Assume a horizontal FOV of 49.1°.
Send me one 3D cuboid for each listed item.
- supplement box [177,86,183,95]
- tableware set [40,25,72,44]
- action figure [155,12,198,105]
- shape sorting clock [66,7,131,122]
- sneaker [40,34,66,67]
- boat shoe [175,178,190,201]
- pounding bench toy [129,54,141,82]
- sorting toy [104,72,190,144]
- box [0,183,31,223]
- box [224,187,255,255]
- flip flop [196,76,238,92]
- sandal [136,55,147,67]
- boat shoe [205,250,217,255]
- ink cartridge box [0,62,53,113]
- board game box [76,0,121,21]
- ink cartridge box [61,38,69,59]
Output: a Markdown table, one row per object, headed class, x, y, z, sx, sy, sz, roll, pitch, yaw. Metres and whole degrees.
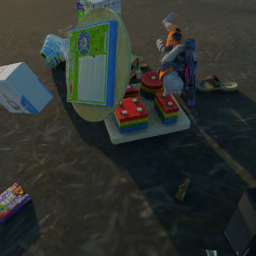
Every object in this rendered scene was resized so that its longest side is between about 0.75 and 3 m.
| class | x | y | z | sx | sy | sz | roll | pitch | yaw |
| --- | --- | --- | --- | --- | --- | --- | --- | --- | --- |
| supplement box | 2.225 | -2.176 | 11.611 | 0.731 | 0.747 | 1.445 | 35 | 49 | -4 |
| tableware set | -3.157 | -4.148 | 13.951 | 1.427 | 0.433 | 2.159 | 44 | 61 | 6 |
| action figure | 1.387 | -1.782 | 8.299 | 1.318 | 2.521 | 2.438 | -1 | 49 | 14 |
| shape sorting clock | -0.859 | -1.599 | 7.279 | 0.563 | 2.870 | 2.870 | -4 | 36 | -44 |
| sneaker | -2.955 | -3.253 | 12.917 | 2.285 | 0.909 | 1.492 | 20 | 65 | 3 |
| boat shoe | 1.575 | 1.722 | 8.055 | 0.257 | 0.272 | 0.757 | 18 | 47 | 17 |
| pounding bench toy | 0.195 | -2.630 | 12.202 | 1.282 | 0.797 | 1.000 | 23 | 48 | 22 |
| sorting toy | 0.455 | -0.999 | 10.351 | 2.864 | 0.997 | 2.847 | -12 | 45 | -12 |
| box | -3.289 | 2.054 | 7.766 | 0.659 | 0.188 | 0.963 | 28 | 50 | 26 |
| box | 3.208 | 2.097 | 6.470 | 1.363 | 1.931 | 0.761 | -13 | 45 | -14 |
| flip flop | 3.593 | -1.876 | 11.590 | 1.918 | 0.552 | 0.778 | 5 | 44 | 5 |
| sandal | 0.575 | -3.173 | 13.118 | 0.455 | 0.306 | 1.134 | -9 | 45 | -9 |
| boat shoe | 1.892 | 3.239 | 6.465 | 0.262 | 0.313 | 0.876 | 10 | 39 | 10 |
| ink cartridge box | -2.616 | -0.893 | 6.545 | 1.445 | 1.044 | 0.612 | 5 | 53 | 44 |
| board game box | -1.286 | -4.694 | 12.906 | 1.456 | 2.777 | 1.430 | -30 | 52 | -28 |
| ink cartridge box | -1.976 | -3.014 | 12.119 | 1.304 | 0.756 | 1.801 | -19 | 74 | -16 |
